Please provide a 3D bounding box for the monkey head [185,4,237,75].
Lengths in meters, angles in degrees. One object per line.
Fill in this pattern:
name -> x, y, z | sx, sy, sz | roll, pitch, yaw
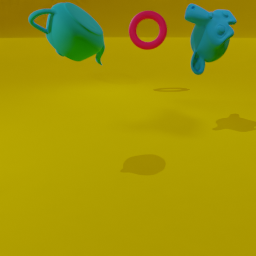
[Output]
monkey head -> 1.726, -2.152, 6.359 | 1.272, 1.769, 1.066 | 23, -25, -7

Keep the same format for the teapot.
teapot -> -0.775, -1.320, 4.092 | 1.388, 0.680, 0.863 | 17, 37, -44

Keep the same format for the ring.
ring -> 0.748, -3.677, 10.546 | 1.447, 1.447, 0.289 | 2, 3, 4
